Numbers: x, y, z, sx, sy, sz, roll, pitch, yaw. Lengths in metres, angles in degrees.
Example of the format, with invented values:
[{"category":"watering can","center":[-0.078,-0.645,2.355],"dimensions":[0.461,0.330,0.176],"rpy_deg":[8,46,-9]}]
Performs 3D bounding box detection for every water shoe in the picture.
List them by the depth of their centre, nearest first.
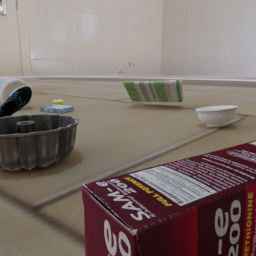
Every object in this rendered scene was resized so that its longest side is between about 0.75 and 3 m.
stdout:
[{"category":"water shoe","center":[-3.579,-0.785,9.003],"dimensions":[0.656,0.595,1.663],"rpy_deg":[-2,41,41]}]

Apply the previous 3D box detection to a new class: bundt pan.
[{"category":"bundt pan","center":[-1.852,0.244,5.178],"dimensions":[1.943,0.729,1.943],"rpy_deg":[-2,13,0]}]

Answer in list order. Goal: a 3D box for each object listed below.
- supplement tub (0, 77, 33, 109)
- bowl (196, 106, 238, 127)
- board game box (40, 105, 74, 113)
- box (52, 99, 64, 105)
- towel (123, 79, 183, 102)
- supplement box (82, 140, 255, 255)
[{"category":"supplement tub","center":[-4.807,-1.455,11.571],"dimensions":[1.244,1.244,1.886],"rpy_deg":[-9,16,-36]},{"category":"bowl","center":[2.557,-0.336,8.082],"dimensions":[1.165,0.523,1.165],"rpy_deg":[-5,8,1]},{"category":"board game box","center":[-2.730,-0.747,10.795],"dimensions":[1.031,0.189,0.780],"rpy_deg":[7,14,25]},{"category":"box","center":[-2.968,-1.055,11.938],"dimensions":[0.434,0.289,1.154],"rpy_deg":[-3,14,-12]},{"category":"towel","center":[1.110,-1.567,11.640],"dimensions":[2.325,0.357,1.735],"rpy_deg":[2,-20,14]},{"category":"supplement box","center":[0.690,0.770,2.080],"dimensions":[1.987,1.081,0.605],"rpy_deg":[-9,17,-32]}]
